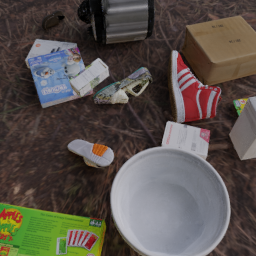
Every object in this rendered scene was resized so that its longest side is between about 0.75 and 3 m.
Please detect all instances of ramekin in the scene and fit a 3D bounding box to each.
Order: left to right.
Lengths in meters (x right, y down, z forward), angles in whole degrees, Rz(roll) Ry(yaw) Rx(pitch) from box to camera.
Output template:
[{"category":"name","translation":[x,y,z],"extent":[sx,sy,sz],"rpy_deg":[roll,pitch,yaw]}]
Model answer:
[{"category":"ramekin","translation":[0.981,2.034,7.204],"extent":[2.834,1.487,2.834],"rpy_deg":[0,56,0]}]

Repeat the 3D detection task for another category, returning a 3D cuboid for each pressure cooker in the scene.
[{"category":"pressure cooker","translation":[-0.552,-4.664,11.099],"extent":[2.889,2.541,2.581],"rpy_deg":[-8,59,-5]}]

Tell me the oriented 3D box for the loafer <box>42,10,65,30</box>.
[{"category":"loafer","translation":[-3.290,-4.784,12.414],"extent":[0.480,0.491,1.345],"rpy_deg":[25,59,17]}]

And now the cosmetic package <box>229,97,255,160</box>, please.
[{"category":"cosmetic package","translation":[3.786,0.024,8.287],"extent":[0.820,1.933,1.040],"rpy_deg":[-10,58,-4]}]

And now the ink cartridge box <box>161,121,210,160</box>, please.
[{"category":"ink cartridge box","translation":[1.794,0.453,8.822],"extent":[1.375,0.569,1.007],"rpy_deg":[13,57,9]}]

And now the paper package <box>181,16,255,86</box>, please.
[{"category":"paper package","translation":[3.642,-3.003,10.747],"extent":[2.445,1.265,2.330],"rpy_deg":[-16,57,-10]}]

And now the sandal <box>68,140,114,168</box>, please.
[{"category":"sandal","translation":[-1.114,0.831,8.663],"extent":[1.805,0.517,0.692],"rpy_deg":[19,47,37]}]

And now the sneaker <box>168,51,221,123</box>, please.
[{"category":"sneaker","translation":[2.300,-1.527,9.875],"extent":[1.649,1.044,2.931],"rpy_deg":[-3,63,3]}]

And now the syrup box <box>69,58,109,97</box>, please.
[{"category":"syrup box","translation":[-1.067,-1.401,7.805],"extent":[1.089,0.429,0.443],"rpy_deg":[-42,75,-14]}]

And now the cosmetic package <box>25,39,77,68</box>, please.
[{"category":"cosmetic package","translation":[-3.014,-2.890,11.170],"extent":[1.718,0.444,1.295],"rpy_deg":[7,55,4]}]

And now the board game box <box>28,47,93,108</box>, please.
[{"category":"board game box","translation":[-2.456,-1.876,10.188],"extent":[1.882,0.408,1.873],"rpy_deg":[-18,76,-12]}]

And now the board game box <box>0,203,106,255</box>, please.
[{"category":"board game box","translation":[-2.117,2.914,7.092],"extent":[2.864,0.682,1.455],"rpy_deg":[8,56,5]}]

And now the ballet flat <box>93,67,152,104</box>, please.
[{"category":"ballet flat","translation":[-0.072,-1.354,9.929],"extent":[2.379,0.856,0.856],"rpy_deg":[-33,62,-19]}]

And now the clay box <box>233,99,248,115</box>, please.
[{"category":"clay box","translation":[4.375,-0.642,9.708],"extent":[1.386,0.330,0.796],"rpy_deg":[-5,56,-3]}]
